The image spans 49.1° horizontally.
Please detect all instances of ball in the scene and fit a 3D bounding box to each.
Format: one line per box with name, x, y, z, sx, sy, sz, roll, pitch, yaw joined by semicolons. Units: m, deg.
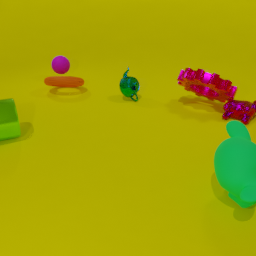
ball;-2.734;-2.561;11.394;0.743;0.743;0.743;0;28;0

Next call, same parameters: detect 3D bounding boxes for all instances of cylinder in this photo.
cylinder;-3.425;-0.187;7.255;1.050;1.050;1.050;-12;30;-24

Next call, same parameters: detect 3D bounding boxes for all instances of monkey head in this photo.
monkey head;2.274;0.715;5.069;1.355;1.135;1.883;-9;40;17

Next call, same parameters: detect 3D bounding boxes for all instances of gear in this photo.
gear;2.500;-1.341;8.944;1.857;0.344;1.857;23;-3;1

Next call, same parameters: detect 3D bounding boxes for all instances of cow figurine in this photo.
cow figurine;3.608;-0.617;8.547;1.282;0.704;1.262;14;35;31

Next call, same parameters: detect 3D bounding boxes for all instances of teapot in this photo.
teapot;0.079;-1.492;9.675;0.595;1.216;0.756;-13;9;45

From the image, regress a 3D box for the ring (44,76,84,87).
ring;-2.369;-1.722;10.442;1.471;0.294;1.471;0;4;0
